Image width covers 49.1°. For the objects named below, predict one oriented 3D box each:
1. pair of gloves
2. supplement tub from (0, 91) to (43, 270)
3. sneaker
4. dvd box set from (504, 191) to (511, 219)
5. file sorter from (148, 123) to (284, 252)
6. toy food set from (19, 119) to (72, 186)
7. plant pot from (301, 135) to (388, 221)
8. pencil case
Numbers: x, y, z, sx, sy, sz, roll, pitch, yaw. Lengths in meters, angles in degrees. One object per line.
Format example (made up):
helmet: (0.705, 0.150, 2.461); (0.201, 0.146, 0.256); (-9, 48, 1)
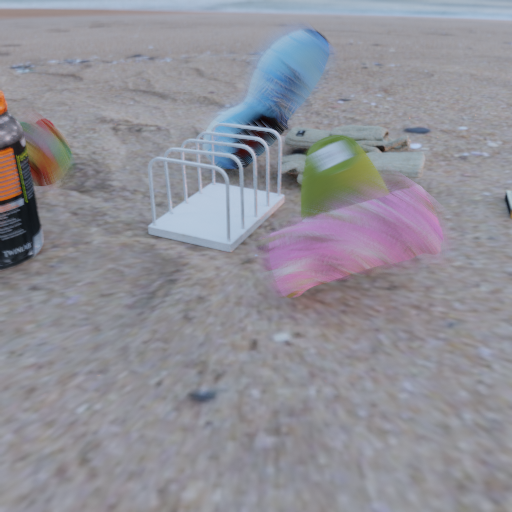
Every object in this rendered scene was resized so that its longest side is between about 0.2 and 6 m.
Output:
pair of gloves: (1.996, -2.168, 12.150); (2.954, 0.609, 3.474); (0, 26, 8)
supplement tub: (-4.089, -1.113, 8.223); (1.504, 2.456, 1.504); (1, 28, 0)
sneaker: (0.420, -3.035, 11.462); (1.340, 3.418, 1.537); (35, 6, -30)
dvd box set: (5.277, -0.876, 10.160); (1.352, 0.199, 0.989); (7, 29, 13)
file sorter: (-0.640, -1.285, 9.665); (1.564, 1.404, 2.254); (12, 31, 22)
toy food set: (-3.554, -1.676, 9.123); (1.065, 1.054, 0.259); (41, 3, -3)
plant pot: (1.230, -0.932, 8.085); (1.444, 1.543, 1.444); (-9, 54, 13)
pencil case: (1.260, -0.170, 7.217); (2.193, 0.908, 0.949); (-19, -11, 13)
